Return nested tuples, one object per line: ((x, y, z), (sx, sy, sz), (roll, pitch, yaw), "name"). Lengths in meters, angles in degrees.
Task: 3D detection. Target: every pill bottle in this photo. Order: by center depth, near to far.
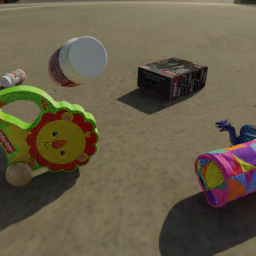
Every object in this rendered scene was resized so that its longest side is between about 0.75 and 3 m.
((-1.519, -1.891, 8.237), (1.266, 1.266, 2.217), (-16, 10, -26), "pill bottle")
((-4.951, -2.127, 12.068), (0.576, 0.576, 0.995), (10, 31, 17), "pill bottle")

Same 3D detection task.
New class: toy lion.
((-1.935, 0.104, 6.427), (2.355, 2.457, 0.843), (-24, 33, -4), "toy lion")

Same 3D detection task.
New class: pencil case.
((2.927, 0.830, 6.308), (2.907, 1.285, 1.285), (-10, 31, -21), "pencil case")

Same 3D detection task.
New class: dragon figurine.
((3.244, 0.287, 7.466), (1.864, 0.927, 0.549), (10, 32, 16), "dragon figurine")

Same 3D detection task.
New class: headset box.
((1.742, -2.087, 11.592), (2.528, 0.976, 1.881), (-21, 36, -35), "headset box")
